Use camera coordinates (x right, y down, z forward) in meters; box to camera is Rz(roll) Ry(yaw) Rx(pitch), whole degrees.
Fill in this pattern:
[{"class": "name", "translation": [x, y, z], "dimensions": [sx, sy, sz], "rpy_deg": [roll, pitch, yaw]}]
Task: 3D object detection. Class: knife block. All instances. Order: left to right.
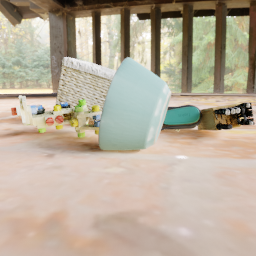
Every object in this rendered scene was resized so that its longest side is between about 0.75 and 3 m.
[{"class": "knife block", "translation": [2.299, -0.254, 7.180], "dimensions": [1.882, 0.602, 1.652], "rpy_deg": [-8, 1, 41]}]

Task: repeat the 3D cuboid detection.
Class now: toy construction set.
[{"class": "toy construction set", "translation": [-1.799, -0.259, 7.109], "dimensions": [2.192, 1.010, 1.437], "rpy_deg": [6, 16, -22]}]

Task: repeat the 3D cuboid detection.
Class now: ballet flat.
[{"class": "ballet flat", "translation": [0.903, -0.237, 7.926], "dimensions": [2.334, 0.853, 0.853], "rpy_deg": [-1, 8, 15]}]

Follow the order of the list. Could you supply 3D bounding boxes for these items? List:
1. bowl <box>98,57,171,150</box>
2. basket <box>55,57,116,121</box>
[{"class": "bowl", "translation": [0.227, -0.327, 5.599], "dimensions": [1.005, 1.921, 1.921], "rpy_deg": [18, 12, 9]}, {"class": "basket", "translation": [-1.066, -1.262, 9.429], "dimensions": [2.074, 1.668, 2.055], "rpy_deg": [21, 14, 11]}]
